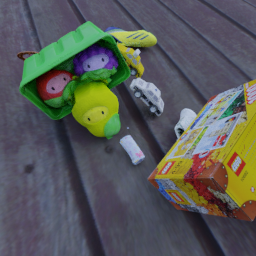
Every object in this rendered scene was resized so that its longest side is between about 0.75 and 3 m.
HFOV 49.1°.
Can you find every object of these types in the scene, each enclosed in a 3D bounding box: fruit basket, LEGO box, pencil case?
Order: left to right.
[{"bbox_3d":[-1.223,-1.082,7.694,2.965,2.138,2.965,-8,62,16],"label":"fruit basket"},{"bbox_3d":[0.113,0.574,7.343,0.358,0.328,0.789,-31,72,-6],"label":"pencil case"},{"bbox_3d":[2.106,0.361,5.973,1.126,2.173,2.918,47,65,-10],"label":"LEGO box"}]

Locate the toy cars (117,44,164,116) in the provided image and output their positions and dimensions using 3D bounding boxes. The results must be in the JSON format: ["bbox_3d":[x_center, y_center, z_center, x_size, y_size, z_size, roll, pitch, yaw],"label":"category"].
[{"bbox_3d":[0.410,-1.623,8.616,1.218,0.602,2.717,4,54,-53],"label":"toy cars"}]

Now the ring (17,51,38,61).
[{"bbox_3d":[-3.200,-2.363,9.471,1.038,1.038,0.100,1,85,1],"label":"ring"}]

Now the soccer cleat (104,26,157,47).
[{"bbox_3d":[0.029,-3.499,11.222,2.231,0.721,0.933,16,59,16],"label":"soccer cleat"}]

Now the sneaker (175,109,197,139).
[{"bbox_3d":[1.603,-0.061,7.778,0.580,0.509,1.448,24,43,-21],"label":"sneaker"}]
